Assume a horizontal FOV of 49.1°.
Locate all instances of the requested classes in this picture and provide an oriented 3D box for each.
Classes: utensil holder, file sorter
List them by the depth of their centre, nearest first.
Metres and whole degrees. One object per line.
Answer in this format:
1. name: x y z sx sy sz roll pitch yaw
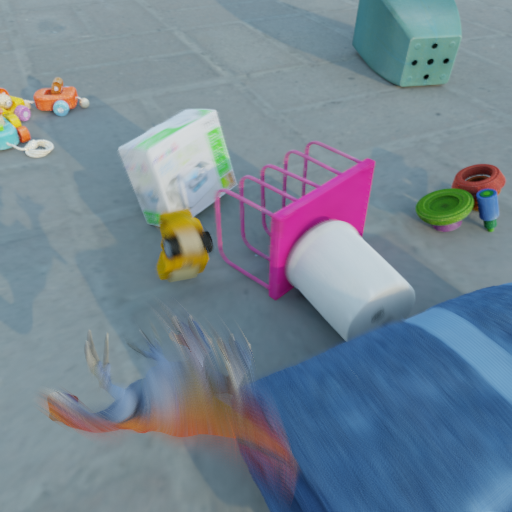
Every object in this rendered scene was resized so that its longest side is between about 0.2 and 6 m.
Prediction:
1. utensil holder: 1.250 0.381 7.498 1.168 1.168 1.375 -19 44 -22
2. file sorter: 0.561 -0.667 8.523 1.323 1.466 2.109 32 49 32

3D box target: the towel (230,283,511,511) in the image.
1. towel: 2.156 1.543 5.694 4.510 1.094 2.518 -16 43 -27

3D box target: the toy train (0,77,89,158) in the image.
1. toy train: -4.988 -3.182 12.152 2.202 0.815 2.932 -1 39 -1

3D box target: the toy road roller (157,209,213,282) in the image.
1. toy road roller: -1.089 -0.184 8.059 0.653 1.063 0.776 -10 61 -25

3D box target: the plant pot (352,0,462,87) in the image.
1. plant pot: 3.962 -5.691 14.432 2.033 2.034 2.878 -6 49 -7

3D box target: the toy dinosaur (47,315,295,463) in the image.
1. toy dinosaur: -1.033 1.328 4.979 1.131 1.955 2.154 21 32 -46

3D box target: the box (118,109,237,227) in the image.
1. box: -1.276 -1.495 9.430 0.792 1.445 1.638 13 40 38

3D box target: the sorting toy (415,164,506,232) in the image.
1. sorting toy: 3.574 -0.818 9.462 1.813 0.744 1.089 -36 35 -21
